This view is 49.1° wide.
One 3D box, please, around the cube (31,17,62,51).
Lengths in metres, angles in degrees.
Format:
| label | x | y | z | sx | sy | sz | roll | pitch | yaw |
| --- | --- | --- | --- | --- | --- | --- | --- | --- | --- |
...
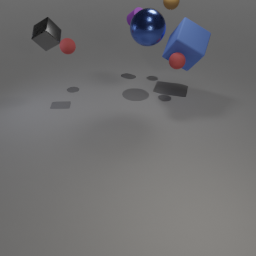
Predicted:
| label | x | y | z | sx | sy | sz | roll | pitch | yaw |
| --- | --- | --- | --- | --- | --- | --- | --- | --- | --- |
| cube | -2.846 | -3.283 | 9.825 | 0.700 | 0.700 | 0.700 | -19 | 56 | 25 |

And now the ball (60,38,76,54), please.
| label | x | y | z | sx | sy | sz | roll | pitch | yaw |
| --- | --- | --- | --- | --- | --- | --- | --- | --- | --- |
| ball | -2.675 | -3.627 | 12.418 | 0.700 | 0.700 | 0.700 | 0 | 32 | 0 |

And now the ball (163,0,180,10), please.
| label | x | y | z | sx | sy | sz | roll | pitch | yaw |
| --- | --- | --- | --- | --- | --- | --- | --- | --- | --- |
| ball | 1.877 | -5.495 | 12.132 | 0.700 | 0.700 | 0.700 | 0 | 32 | 0 |

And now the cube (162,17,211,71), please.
| label | x | y | z | sx | sy | sz | roll | pitch | yaw |
| --- | --- | --- | --- | --- | --- | --- | --- | --- | --- |
| cube | 2.601 | -3.702 | 12.509 | 1.400 | 1.400 | 1.400 | 27 | 64 | -11 |

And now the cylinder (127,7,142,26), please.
| label | x | y | z | sx | sy | sz | roll | pitch | yaw |
| --- | --- | --- | --- | --- | --- | --- | --- | --- | --- |
| cylinder | 0.400 | -5.200 | 13.203 | 0.700 | 0.700 | 0.700 | -22 | 7 | -31 |

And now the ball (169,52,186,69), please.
| label | x | y | z | sx | sy | sz | roll | pitch | yaw |
| --- | --- | --- | --- | --- | --- | --- | --- | --- | --- |
| ball | 2.092 | -2.854 | 11.920 | 0.700 | 0.700 | 0.700 | 0 | 32 | 0 |

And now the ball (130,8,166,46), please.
| label | x | y | z | sx | sy | sz | roll | pitch | yaw |
| --- | --- | --- | --- | --- | --- | --- | --- | --- | --- |
| ball | 0.772 | -3.903 | 10.902 | 1.400 | 1.400 | 1.400 | 0 | 32 | 0 |
